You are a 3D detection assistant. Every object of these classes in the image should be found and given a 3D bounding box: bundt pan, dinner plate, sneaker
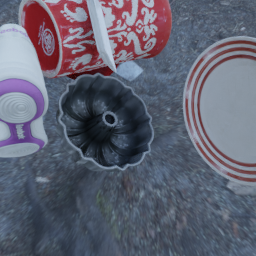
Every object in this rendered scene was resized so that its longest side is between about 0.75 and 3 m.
[{"bbox_3d":[-0.528,-0.037,5.617,2.053,0.771,2.053,15,60,-27],"label":"bundt pan"},{"bbox_3d":[1.557,-0.215,3.968,0.251,2.069,2.069,-15,53,-30],"label":"dinner plate"},{"bbox_3d":[-1.974,-0.445,4.936,1.123,3.000,1.494,-1,63,-28],"label":"sneaker"}]

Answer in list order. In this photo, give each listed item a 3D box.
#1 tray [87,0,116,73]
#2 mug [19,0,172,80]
[{"bbox_3d":[-0.423,-1.486,4.166,0.139,0.671,1.250,-15,74,7],"label":"tray"},{"bbox_3d":[-0.599,-1.728,5.624,1.717,2.284,2.573,28,40,36],"label":"mug"}]
